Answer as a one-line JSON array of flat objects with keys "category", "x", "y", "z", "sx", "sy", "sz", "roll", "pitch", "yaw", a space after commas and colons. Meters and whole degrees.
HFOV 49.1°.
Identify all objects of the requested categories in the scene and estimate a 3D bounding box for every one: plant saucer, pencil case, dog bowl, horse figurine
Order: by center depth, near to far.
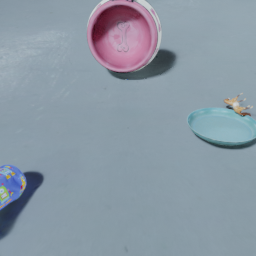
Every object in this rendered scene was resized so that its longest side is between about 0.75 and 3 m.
[{"category": "pencil case", "x": -3.082, "y": 1.611, "z": 5.984, "sx": 0.795, "sy": 0.884, "sz": 2.037, "roll": -19, "pitch": 16, "yaw": 28}, {"category": "plant saucer", "x": 2.825, "y": -0.041, "z": 8.416, "sx": 2.108, "sy": 0.289, "sz": 2.108, "roll": 0, "pitch": 29, "yaw": 0}, {"category": "horse figurine", "x": 3.548, "y": -0.723, "z": 8.955, "sx": 0.630, "sy": 0.237, "sz": 0.951, "roll": -22, "pitch": 55, "yaw": 5}, {"category": "dog bowl", "x": -0.204, "y": -3.398, "z": 10.427, "sx": 2.954, "sy": 2.954, "sz": 1.089, "roll": 4, "pitch": 26, "yaw": 4}]
